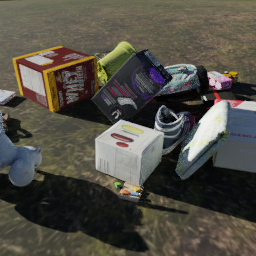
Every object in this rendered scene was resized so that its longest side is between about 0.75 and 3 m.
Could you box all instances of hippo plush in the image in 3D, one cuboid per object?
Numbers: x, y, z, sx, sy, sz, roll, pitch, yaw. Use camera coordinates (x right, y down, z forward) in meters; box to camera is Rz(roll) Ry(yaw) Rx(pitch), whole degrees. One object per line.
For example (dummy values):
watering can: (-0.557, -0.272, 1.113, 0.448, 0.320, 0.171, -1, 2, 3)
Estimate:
hippo plush: (-3.703, 1.062, 8.745, 1.772, 1.755, 2.204, 23, 40, -18)

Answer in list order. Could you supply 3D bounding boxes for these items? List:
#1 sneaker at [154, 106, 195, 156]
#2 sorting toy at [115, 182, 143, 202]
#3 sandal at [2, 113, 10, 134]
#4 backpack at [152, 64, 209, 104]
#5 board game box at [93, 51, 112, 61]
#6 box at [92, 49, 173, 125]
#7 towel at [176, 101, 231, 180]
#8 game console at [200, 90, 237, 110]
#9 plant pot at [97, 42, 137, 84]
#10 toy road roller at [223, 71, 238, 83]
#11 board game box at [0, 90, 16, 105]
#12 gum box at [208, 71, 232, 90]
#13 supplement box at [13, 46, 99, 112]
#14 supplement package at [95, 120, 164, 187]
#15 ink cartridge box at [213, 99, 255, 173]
sneaker: (1.821, -0.289, 10.392, 0.986, 1.526, 2.814, 23, 41, 26)
sorting toy: (-0.038, 1.859, 8.370, 0.890, 0.131, 0.658, 10, 32, 14)
sandal: (-5.204, -0.243, 11.400, 0.710, 0.474, 1.738, -4, 32, -7)
backpack: (2.193, -2.004, 12.547, 2.566, 1.624, 2.142, -7, -4, 10)
board game box: (-0.856, -4.770, 18.715, 2.520, 0.355, 1.704, -15, 35, -23)
box: (0.155, -1.504, 10.766, 1.603, 2.622, 1.390, 49, 32, -1)
towel: (2.413, 0.375, 8.897, 0.556, 2.311, 1.978, 32, 36, -4)
game console: (4.344, -1.355, 13.430, 1.588, 0.279, 1.796, -4, 31, 4)
plant pot: (-0.633, -3.305, 15.119, 1.917, 2.085, 2.085, -34, 44, -26)
toy road roller: (5.524, -2.704, 15.304, 0.863, 0.531, 0.630, 14, 47, 31)
board game box: (-6.237, -1.515, 13.651, 1.054, 0.230, 1.060, 9, 33, 14)
gum box: (4.769, -2.527, 15.007, 0.840, 0.490, 1.480, -15, 35, -23)
supplement box: (-3.428, -2.520, 13.662, 2.862, 1.901, 2.823, 26, 40, 35)
supplement package: (0.061, 0.746, 9.081, 1.651, 1.214, 1.579, 17, 33, 25)
ink cartridge box: (4.148, 0.180, 9.994, 2.153, 1.249, 2.917, 8, 35, 12)
